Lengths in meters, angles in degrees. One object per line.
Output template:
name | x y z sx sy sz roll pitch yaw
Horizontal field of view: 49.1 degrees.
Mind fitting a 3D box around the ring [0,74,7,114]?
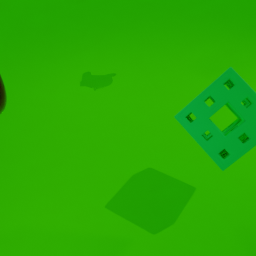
ring | -2.557 -0.971 4.196 1.916 1.916 0.383 26 51 27

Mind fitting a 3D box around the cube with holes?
cube with holes | 1.677 -0.165 4.867 1.149 1.149 1.149 49 14 7
